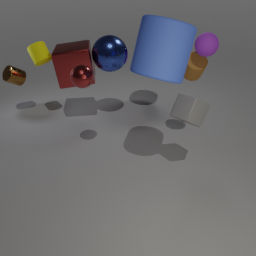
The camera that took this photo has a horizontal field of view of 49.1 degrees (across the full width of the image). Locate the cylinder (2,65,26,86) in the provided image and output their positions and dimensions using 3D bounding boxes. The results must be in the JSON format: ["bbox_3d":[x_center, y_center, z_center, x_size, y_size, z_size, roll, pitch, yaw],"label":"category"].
[{"bbox_3d":[-4.803,-2.206,11.842,0.700,0.700,0.700,25,6,37],"label":"cylinder"}]

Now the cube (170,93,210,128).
[{"bbox_3d":[1.774,-0.503,8.041,0.700,0.700,0.700,19,5,-39],"label":"cube"}]

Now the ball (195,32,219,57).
[{"bbox_3d":[2.340,-2.480,8.330,0.700,0.700,0.700,0,30,0],"label":"ball"}]

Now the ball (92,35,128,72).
[{"bbox_3d":[-0.709,-2.895,10.923,1.400,1.400,1.400,0,30,0],"label":"ball"}]

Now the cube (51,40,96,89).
[{"bbox_3d":[-2.102,-2.545,11.113,1.400,1.400,1.400,-8,32,-1],"label":"cube"}]

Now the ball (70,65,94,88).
[{"bbox_3d":[-1.378,-1.543,8.413,0.700,0.700,0.700,0,30,0],"label":"ball"}]

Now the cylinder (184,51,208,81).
[{"bbox_3d":[2.143,-2.000,9.095,0.700,0.700,0.700,1,68,-3],"label":"cylinder"}]

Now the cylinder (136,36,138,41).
[{"bbox_3d":[0.967,-3.138,11.965,1.400,1.400,1.400,7,39,-5],"label":"cylinder"}]

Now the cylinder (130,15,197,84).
[{"bbox_3d":[0.879,-1.978,7.117,1.400,1.400,1.400,13,15,-4],"label":"cylinder"}]

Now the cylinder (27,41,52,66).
[{"bbox_3d":[-3.393,-2.859,10.772,0.700,0.700,0.700,-26,5,3],"label":"cylinder"}]
